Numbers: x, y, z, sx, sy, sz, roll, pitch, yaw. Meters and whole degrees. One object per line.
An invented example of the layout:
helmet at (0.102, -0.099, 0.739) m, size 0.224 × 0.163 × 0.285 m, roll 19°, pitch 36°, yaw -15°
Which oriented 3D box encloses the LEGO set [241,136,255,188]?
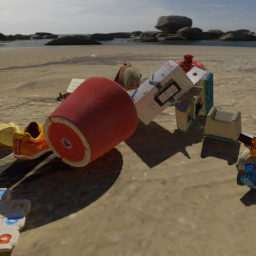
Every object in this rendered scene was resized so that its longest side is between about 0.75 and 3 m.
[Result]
LEGO set at (3.556, 0.904, 6.881) m, size 0.924 × 0.995 × 2.424 m, roll -27°, pitch 23°, yaw 52°

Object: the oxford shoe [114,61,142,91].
oxford shoe at (0.046, -1.874, 10.898) m, size 1.006 × 0.947 × 2.689 m, roll 29°, pitch 32°, yaw -4°

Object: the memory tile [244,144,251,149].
memory tile at (4.417, 0.588, 8.861) m, size 1.214 × 0.102 × 0.931 m, roll -2°, pitch 21°, yaw -6°

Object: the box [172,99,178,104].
box at (2.020, -1.444, 13.965) m, size 0.427 × 0.255 × 1.038 m, roll -9°, pitch 23°, yaw -24°

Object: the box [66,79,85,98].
box at (-1.331, -1.129, 11.553) m, size 2.202 × 1.210 × 2.504 m, roll 3°, pitch 22°, yaw -7°

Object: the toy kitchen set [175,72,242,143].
toy kitchen set at (3.319, -0.609, 10.594) m, size 2.344 × 1.724 × 2.926 m, roll 13°, pitch 45°, yaw 30°

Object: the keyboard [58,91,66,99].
keyboard at (-3.137, -1.717, 14.809) m, size 1.125 × 0.182 × 1.770 m, roll 0°, pitch 19°, yaw -18°

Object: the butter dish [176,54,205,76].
butter dish at (3.520, -3.370, 16.611) m, size 2.653 × 1.967 × 2.661 m, roll 7°, pitch 22°, yaw 16°

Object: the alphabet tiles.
alphabet tiles at (-3.150, 1.893, 5.342) m, size 2.303 × 0.172 × 2.355 m, roll -3°, pitch 21°, yaw -5°

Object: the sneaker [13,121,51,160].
sneaker at (-2.585, 0.230, 8.391) m, size 0.889 × 0.939 × 2.435 m, roll 8°, pitch 10°, yaw 3°

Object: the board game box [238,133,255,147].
board game box at (4.319, 0.660, 7.833) m, size 1.262 × 0.340 × 2.102 m, roll 8°, pitch 17°, yaw -37°

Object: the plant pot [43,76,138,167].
plant pot at (-1.152, -0.092, 8.033) m, size 2.245 × 2.245 × 1.986 m, roll 12°, pitch 37°, yaw 28°

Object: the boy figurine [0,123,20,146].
boy figurine at (-4.399, 0.095, 9.303) m, size 2.306 × 0.743 × 1.434 m, roll 15°, pitch 23°, yaw 39°

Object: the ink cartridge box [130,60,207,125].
ink cartridge box at (1.446, -1.663, 11.112) m, size 2.993 × 1.015 × 1.736 m, roll -40°, pitch 18°, yaw 11°

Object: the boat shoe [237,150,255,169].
boat shoe at (3.423, 0.860, 7.655) m, size 1.333 × 0.481 × 0.433 m, roll -11°, pitch 24°, yaw -44°
